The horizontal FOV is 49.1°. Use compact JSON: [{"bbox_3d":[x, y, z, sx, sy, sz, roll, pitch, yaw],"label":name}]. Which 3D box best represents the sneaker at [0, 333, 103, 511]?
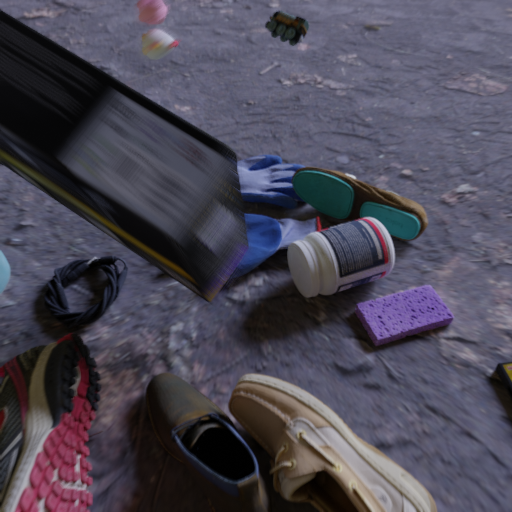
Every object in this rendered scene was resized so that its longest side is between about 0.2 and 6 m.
[{"bbox_3d":[-2.679,2.409,6.718,1.191,1.285,3.189,-17,36,5],"label":"sneaker"}]

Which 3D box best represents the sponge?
[{"bbox_3d":[2.350,0.925,8.918,1.370,0.204,0.764,-13,44,-14],"label":"sponge"}]

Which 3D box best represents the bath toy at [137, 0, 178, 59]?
[{"bbox_3d":[-1.586,-3.902,8.694,0.606,1.640,0.713,12,32,29],"label":"bath toy"}]

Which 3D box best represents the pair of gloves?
[{"bbox_3d":[-0.192,-0.853,10.687,2.868,0.406,3.568,-2,42,0],"label":"pair of gloves"}]

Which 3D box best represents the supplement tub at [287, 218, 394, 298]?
[{"bbox_3d":[1.389,0.032,9.236,1.514,1.062,1.062,-16,46,-16],"label":"supplement tub"}]

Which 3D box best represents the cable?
[{"bbox_3d":[-2.855,0.538,9.192,1.264,0.394,1.549,5,44,6],"label":"cable"}]

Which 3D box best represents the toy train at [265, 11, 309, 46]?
[{"bbox_3d":[0.612,-4.513,11.050,0.894,0.381,0.509,34,90,25],"label":"toy train"}]

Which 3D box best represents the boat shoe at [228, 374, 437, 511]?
[{"bbox_3d":[0.670,2.482,6.644,2.847,1.050,0.985,29,45,27],"label":"boat shoe"}]

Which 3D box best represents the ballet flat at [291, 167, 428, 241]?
[{"bbox_3d":[1.999,-1.099,10.647,2.651,0.899,0.959,21,34,18],"label":"ballet flat"}]

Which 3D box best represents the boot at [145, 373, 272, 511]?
[{"bbox_3d":[-0.635,2.116,6.870,0.975,1.265,2.609,-26,49,-25],"label":"boot"}]

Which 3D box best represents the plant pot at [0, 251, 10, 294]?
[{"bbox_3d":[-5.116,0.048,9.140,1.756,1.183,1.756,0,43,0],"label":"plant pot"}]

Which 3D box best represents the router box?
[{"bbox_3d":[-2.179,-1.256,7.163,4.288,3.371,1.120,33,78,9],"label":"router box"}]

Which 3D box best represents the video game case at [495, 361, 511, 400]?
[{"bbox_3d":[4.396,2.018,7.758,1.594,0.203,1.440,-6,44,-5],"label":"video game case"}]
